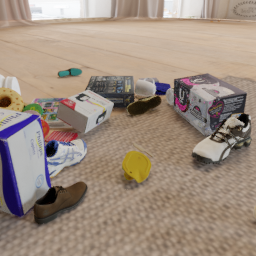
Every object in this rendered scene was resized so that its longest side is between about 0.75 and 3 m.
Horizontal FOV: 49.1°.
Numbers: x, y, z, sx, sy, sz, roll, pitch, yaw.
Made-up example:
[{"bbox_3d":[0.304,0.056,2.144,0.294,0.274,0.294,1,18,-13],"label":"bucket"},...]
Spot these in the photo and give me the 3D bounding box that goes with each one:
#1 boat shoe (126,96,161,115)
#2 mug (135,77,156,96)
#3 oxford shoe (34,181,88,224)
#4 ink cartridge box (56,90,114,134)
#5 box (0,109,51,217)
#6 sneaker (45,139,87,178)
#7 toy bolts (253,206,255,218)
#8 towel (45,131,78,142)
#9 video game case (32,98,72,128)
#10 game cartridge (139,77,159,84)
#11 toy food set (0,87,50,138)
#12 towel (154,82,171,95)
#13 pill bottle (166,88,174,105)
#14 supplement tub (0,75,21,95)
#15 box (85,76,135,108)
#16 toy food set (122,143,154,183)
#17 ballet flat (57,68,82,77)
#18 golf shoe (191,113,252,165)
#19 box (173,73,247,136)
[{"bbox_3d":[0.662,-1.020,12.550,1.761,0.629,0.579,-22,16,-22],"label":"boat shoe"},{"bbox_3d":[0.952,-2.099,14.176,0.920,0.775,1.049,15,71,19],"label":"mug"},{"bbox_3d":[-1.662,1.738,7.151,0.586,0.680,1.612,18,31,34],"label":"oxford shoe"},{"bbox_3d":[-1.669,-0.721,11.181,1.385,0.787,1.901,28,32,15],"label":"ink cartridge box"},{"bbox_3d":[-3.481,0.757,7.272,2.463,2.265,1.292,9,28,19],"label":"box"},{"bbox_3d":[-2.053,0.732,8.775,0.810,0.949,2.153,14,30,27],"label":"sneaker"},{"bbox_3d":[3.817,2.252,6.177,1.744,1.266,1.826,42,19,-6],"label":"toy bolts"},{"bbox_3d":[-2.448,0.362,10.376,1.033,0.116,0.747,6,30,15],"label":"towel"},{"bbox_3d":[-3.175,-0.717,12.230,2.410,0.314,2.647,-2,29,-3],"label":"video game case"},{"bbox_3d":[1.214,-2.734,16.232,1.050,0.201,0.680,-4,32,-8],"label":"game cartridge"},{"bbox_3d":[-4.200,-0.110,9.657,2.762,0.679,2.790,28,47,6],"label":"toy food set"},{"bbox_3d":[1.816,-2.071,14.871,0.930,0.312,1.259,9,28,2],"label":"towel"},{"bbox_3d":[2.601,-1.601,13.361,1.450,0.812,0.812,-15,31,-27],"label":"pill bottle"},{"bbox_3d":[-5.871,-1.144,11.226,2.734,1.978,1.978,-4,28,-9],"label":"supplement tub"},{"bbox_3d":[-0.842,-1.866,13.930,2.326,0.753,2.950,-1,27,0],"label":"box"},{"bbox_3d":[0.235,1.171,8.551,0.859,0.477,1.460,29,34,2],"label":"toy food set"},{"bbox_3d":[-3.597,-3.404,17.238,1.520,0.516,0.572,-12,12,-18],"label":"ballet flat"},{"bbox_3d":[3.139,0.265,9.336,2.703,1.277,1.051,-22,36,-33],"label":"golf shoe"},{"bbox_3d":[3.193,-1.089,11.483,1.774,1.541,2.685,-12,29,-14],"label":"box"}]
